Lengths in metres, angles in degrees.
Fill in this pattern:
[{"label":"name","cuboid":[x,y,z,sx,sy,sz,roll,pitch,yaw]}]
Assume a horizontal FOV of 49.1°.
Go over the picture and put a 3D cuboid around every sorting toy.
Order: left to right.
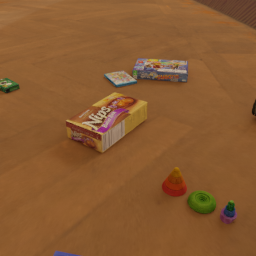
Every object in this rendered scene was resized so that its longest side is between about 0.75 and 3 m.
[{"label":"sorting toy","cuboid":[1.590,1.418,6.316,1.839,0.633,0.638,26,40,35]}]

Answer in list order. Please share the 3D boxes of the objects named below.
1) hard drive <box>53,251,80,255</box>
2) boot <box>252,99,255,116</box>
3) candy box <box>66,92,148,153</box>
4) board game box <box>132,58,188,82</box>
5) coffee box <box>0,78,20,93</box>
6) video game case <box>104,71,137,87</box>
[{"label":"hard drive","cuboid":[-1.187,2.618,4.917,0.571,0.110,0.865,7,33,10]},{"label":"boot","cuboid":[5.726,-0.667,9.158,2.854,0.966,1.864,-11,30,-20]},{"label":"candy box","cuboid":[-0.602,-0.274,8.903,1.413,0.684,2.423,21,37,30]},{"label":"board game box","cuboid":[1.522,-2.695,12.911,2.434,0.419,1.648,6,33,9]},{"label":"coffee box","cuboid":[-5.064,-1.781,11.667,1.051,0.231,0.646,26,40,33]},{"label":"video game case","cuboid":[-0.348,-2.192,12.410,0.989,0.123,1.382,-15,36,-22]}]
